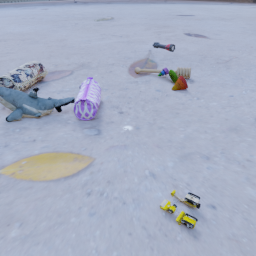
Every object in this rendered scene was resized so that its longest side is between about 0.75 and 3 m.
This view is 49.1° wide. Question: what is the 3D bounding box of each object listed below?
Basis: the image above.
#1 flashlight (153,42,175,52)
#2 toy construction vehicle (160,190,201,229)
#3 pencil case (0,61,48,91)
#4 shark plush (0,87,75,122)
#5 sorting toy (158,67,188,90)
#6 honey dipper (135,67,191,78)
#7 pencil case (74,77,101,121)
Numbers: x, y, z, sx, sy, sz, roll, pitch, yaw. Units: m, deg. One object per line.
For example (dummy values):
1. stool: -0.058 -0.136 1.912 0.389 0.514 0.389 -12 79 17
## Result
1. flashlight: 1.285 -2.895 9.935 0.803 0.272 0.273 25 81 37
2. toy construction vehicle: 1.309 1.938 6.712 0.950 0.335 0.827 18 46 32
3. pencil case: -4.872 -2.349 13.159 1.161 1.010 2.597 24 35 7
4. shark plush: -3.554 -0.972 10.654 2.885 1.202 1.311 6 31 9
5. sorting toy: 2.073 -2.340 13.688 0.707 0.712 2.053 -32 41 -6
6. honey dipper: 1.782 -2.939 14.723 2.976 0.565 0.565 5 31 16
7. pencil case: -1.591 -1.219 11.295 0.972 0.990 2.315 4 32 -5
